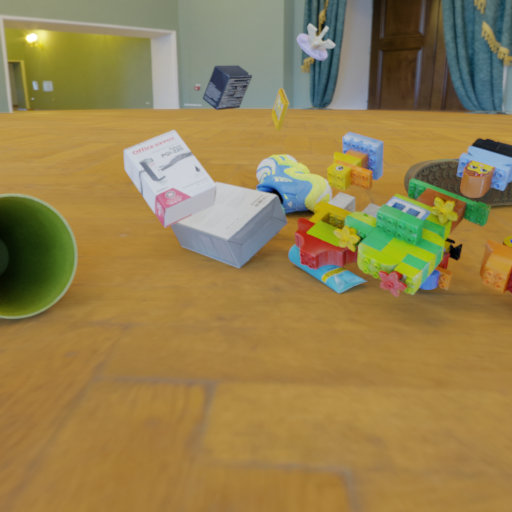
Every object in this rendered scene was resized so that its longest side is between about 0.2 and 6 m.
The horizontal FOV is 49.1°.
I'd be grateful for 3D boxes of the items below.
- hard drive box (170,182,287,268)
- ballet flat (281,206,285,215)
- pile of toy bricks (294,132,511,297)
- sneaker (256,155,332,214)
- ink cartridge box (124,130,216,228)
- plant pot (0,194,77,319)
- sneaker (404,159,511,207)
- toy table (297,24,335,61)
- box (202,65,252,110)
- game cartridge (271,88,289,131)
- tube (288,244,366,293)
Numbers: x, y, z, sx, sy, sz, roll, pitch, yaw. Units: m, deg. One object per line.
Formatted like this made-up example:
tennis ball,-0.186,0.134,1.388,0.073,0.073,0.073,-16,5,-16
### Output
hard drive box,-0.506,-0.593,9.759,1.643,0.631,1.281,20,54,44
ballet flat,-0.543,-0.870,11.318,0.954,0.954,2.652,-14,23,-37
pile of toy bricks,2.117,-0.225,7.451,4.071,2.259,2.010,26,52,33
sneaker,0.425,-1.700,13.132,1.528,1.102,2.909,-10,22,-27
ink cartridge box,-1.124,-1.021,7.285,0.785,0.457,1.077,-28,66,-23
plant pot,-3.549,0.008,7.712,1.583,1.583,1.692,-15,9,-38
sneaker,4.785,-1.747,13.342,3.442,1.154,1.545,-2,15,-18
toy table,1.269,-4.510,11.791,0.742,0.434,0.682,26,58,-15
box,-0.649,-3.820,12.680,0.522,0.840,0.847,43,37,19
game cartridge,0.432,-2.696,10.324,0.095,0.588,0.518,4,46,-19
tube,1.042,0.208,8.698,0.543,0.354,1.403,-24,34,-24
